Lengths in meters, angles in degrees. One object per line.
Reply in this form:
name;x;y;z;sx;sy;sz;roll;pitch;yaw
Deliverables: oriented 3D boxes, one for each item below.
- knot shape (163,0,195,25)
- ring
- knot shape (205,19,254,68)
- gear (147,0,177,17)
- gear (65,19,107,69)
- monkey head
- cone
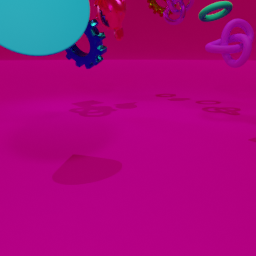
knot shape;1.906;-4.544;10.367;1.192;1.273;0.588;-18;28;-13
ring;3.056;-4.055;9.800;1.167;0.233;1.167;-12;-3;-1
knot shape;3.376;-2.765;8.905;1.553;1.454;0.718;35;-2;36
gear;1.382;-5.094;11.431;1.202;1.202;0.222;-6;-17;-20
gear;-1.550;-2.884;9.258;1.845;1.845;0.341;10;39;33
monkey head;-0.412;-3.843;9.098;1.308;1.818;1.095;-25;36;-26
cone;-1.286;-1.350;3.866;1.317;1.317;1.322;-5;-8;-18
